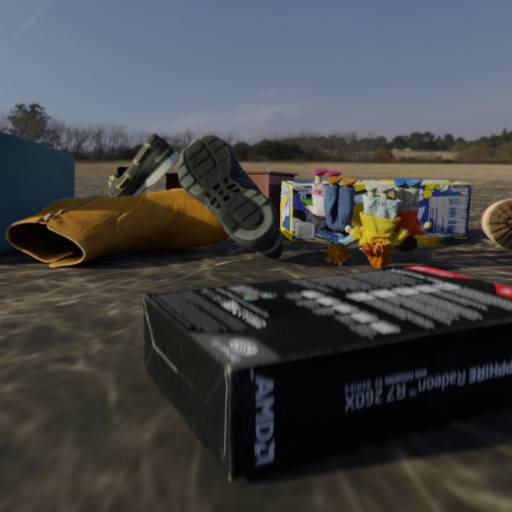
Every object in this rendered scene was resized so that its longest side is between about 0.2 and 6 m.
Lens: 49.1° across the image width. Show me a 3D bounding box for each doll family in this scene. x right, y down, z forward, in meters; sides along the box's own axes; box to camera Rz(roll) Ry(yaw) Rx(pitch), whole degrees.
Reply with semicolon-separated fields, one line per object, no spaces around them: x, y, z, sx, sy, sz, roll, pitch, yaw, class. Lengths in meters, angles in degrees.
1.331;-0.439;7.604;1.929;1.197;0.869;14;29;34;doll family

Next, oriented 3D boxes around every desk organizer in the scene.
-0.631;-1.248;12.316;2.980;1.147;1.069;5;7;36;desk organizer

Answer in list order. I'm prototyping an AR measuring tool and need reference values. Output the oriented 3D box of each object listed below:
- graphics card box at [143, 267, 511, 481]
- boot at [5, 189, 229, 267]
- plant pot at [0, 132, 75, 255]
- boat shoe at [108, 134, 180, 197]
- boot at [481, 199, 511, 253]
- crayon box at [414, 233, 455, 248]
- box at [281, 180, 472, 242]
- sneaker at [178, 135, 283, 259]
0.634;0.555;3.649;2.447;0.622;1.535;-4;11;-27;graphics card box
-1.938;-0.327;8.306;2.888;1.016;2.068;5;20;12;boot
-4.548;-1.041;8.920;2.953;2.086;2.087;-3;10;-40;plant pot
-2.774;-1.716;12.530;2.657;0.800;0.947;-34;16;32;boat shoe
4.178;-0.433;8.712;2.301;0.863;1.234;6;7;-25;boot
2.991;-0.271;9.634;0.705;0.182;0.443;-5;11;-22;crayon box
2.163;-0.863;10.445;3.304;1.062;1.157;-1;11;-6;box
-0.389;-0.844;8.357;2.463;0.929;0.976;56;5;35;sneaker
